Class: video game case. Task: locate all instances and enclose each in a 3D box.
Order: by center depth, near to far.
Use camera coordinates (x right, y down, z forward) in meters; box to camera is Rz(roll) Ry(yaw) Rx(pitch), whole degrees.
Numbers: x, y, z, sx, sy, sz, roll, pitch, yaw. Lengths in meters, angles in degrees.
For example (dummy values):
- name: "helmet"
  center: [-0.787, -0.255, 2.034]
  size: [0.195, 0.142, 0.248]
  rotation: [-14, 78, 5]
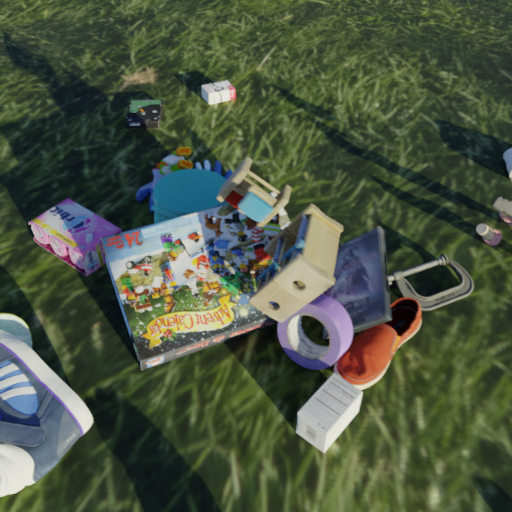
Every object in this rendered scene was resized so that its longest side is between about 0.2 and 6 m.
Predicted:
- name: "video game case"
  center: [1.731, 0.494, 9.901]
  size: [1.323, 0.176, 1.851]
  rotation: [-28, 44, 37]

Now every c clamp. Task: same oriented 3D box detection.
- name: "c clamp"
  center: [3.263, 0.382, 10.819]
  size: [1.699, 0.230, 1.451]
  rotation: [-13, 52, -12]

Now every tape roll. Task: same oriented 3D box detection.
- name: "tape roll"
  center: [0.959, 1.234, 9.176]
  size: [1.157, 1.157, 0.492]
  rotation: [24, 28, 24]

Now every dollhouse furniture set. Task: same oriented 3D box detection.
- name: "dollhouse furniture set"
  center: [0.125, -0.211, 8.809]
  size: [1.946, 1.364, 1.371]
  rotation: [34, 42, -15]

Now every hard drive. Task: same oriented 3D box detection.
- name: "hard drive"
  center: [-3.141, -4.000, 15.803]
  size: [0.940, 0.255, 1.346]
  rotation: [-2, 43, -2]

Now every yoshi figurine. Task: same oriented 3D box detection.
- name: "yoshi figurine"
  center: [-1.776, -2.081, 12.755]
  size: [1.188, 0.665, 0.668]
  rotation: [-12, 35, 55]

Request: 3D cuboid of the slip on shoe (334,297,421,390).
- name: "slip on shoe"
  center: [2.070, 1.424, 9.442]
  size: [2.158, 0.660, 0.799]
  rotation: [-37, 55, -28]

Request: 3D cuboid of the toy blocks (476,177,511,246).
- name: "toy blocks"
  center: [5.693, -0.665, 11.295]
  size: [1.420, 1.687, 1.576]
  rotation: [21, 12, -45]

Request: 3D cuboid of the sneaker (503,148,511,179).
- name: "sneaker"
  center: [6.983, -2.337, 13.659]
  size: [1.764, 0.650, 1.020]
  rotation: [1, 45, 3]

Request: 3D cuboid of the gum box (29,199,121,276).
- name: "gum box"
  center: [-3.727, -0.434, 11.567]
  size: [1.804, 0.597, 1.024]
  rotation: [28, 49, 28]

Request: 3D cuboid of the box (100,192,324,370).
- name: "box"
  center: [-0.771, 0.341, 9.997]
  size: [3.389, 0.639, 2.314]
  rotation: [-17, 69, -18]

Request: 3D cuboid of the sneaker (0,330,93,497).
- name: "sneaker"
  center: [-3.859, 2.304, 8.166]
  size: [2.517, 1.014, 1.843]
  rotation: [32, 49, 21]

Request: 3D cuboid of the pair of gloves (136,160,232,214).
- name: "pair of gloves"
  center: [-1.653, -1.642, 13.181]
  size: [2.301, 0.262, 1.850]
  rotation: [-5, 42, -7]

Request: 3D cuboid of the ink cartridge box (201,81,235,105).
- name: "ink cartridge box"
  center: [-1.132, -4.870, 16.693]
  size: [0.853, 0.360, 0.617]
  rotation: [-18, 45, -19]

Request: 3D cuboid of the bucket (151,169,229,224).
- name: "bucket"
  center: [-1.311, -0.904, 11.666]
  size: [1.820, 1.184, 1.820]
  rotation: [-1, 42, 1]

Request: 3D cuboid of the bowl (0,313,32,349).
- name: "bowl"
  center: [-4.375, 1.515, 8.937]
  size: [0.732, 1.361, 1.361]
  rotation: [10, 42, 27]

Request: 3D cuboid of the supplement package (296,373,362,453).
- name: "supplement package"
  center: [1.104, 2.364, 8.484]
  size: [0.556, 0.554, 0.948]
  rotation: [30, 50, 30]
